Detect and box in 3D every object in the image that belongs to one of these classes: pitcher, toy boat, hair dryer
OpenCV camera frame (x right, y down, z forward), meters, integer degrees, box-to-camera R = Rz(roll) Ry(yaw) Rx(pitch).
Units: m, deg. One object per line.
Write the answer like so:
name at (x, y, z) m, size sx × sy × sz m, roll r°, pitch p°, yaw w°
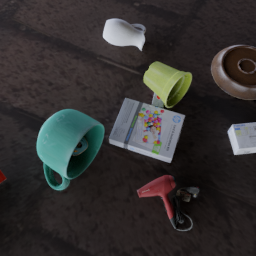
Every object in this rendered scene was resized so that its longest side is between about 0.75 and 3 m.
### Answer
pitcher at (-0.109, -4.401, 12.802) m, size 1.855 × 1.125 × 1.592 m, roll 15°, pitch 50°, yaw -5°
toy boat at (-2.031, 0.503, 10.323) m, size 0.882 × 0.488 × 1.049 m, roll -34°, pitch 94°, yaw -9°
hair dryer at (1.355, 2.457, 9.723) m, size 2.160 × 0.587 × 1.645 m, roll 18°, pitch 67°, yaw 9°

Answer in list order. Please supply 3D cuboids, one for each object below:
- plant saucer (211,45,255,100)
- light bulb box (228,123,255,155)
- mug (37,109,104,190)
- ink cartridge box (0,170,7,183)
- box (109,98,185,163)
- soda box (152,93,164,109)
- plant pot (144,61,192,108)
plant saucer at (5.148, -2.584, 12.212) m, size 2.917 × 0.468 × 2.917 m, roll 0°, pitch 63°, yaw 0°
light bulb box at (4.484, 0.402, 10.669) m, size 1.004 × 0.632 × 1.013 m, roll -5°, pitch 64°, yaw -2°
mug at (-2.217, 0.610, 9.717) m, size 1.632 × 2.168 × 2.639 m, roll 29°, pitch 67°, yaw 16°
ink cartridge box at (-5.708, 1.560, 9.926) m, size 1.785 × 0.448 × 2.057 m, roll -37°, pitch 87°, yaw -16°
box at (0.750, 0.053, 10.915) m, size 2.494 × 0.513 × 1.944 m, roll 18°, pitch 66°, yaw 8°
soda box at (1.328, -1.382, 11.623) m, size 0.488 × 0.454 × 1.430 m, roll 11°, pitch 65°, yaw 5°
plant pot at (1.447, -1.820, 10.912) m, size 1.551 × 1.551 × 1.426 m, roll -42°, pitch 64°, yaw -18°
